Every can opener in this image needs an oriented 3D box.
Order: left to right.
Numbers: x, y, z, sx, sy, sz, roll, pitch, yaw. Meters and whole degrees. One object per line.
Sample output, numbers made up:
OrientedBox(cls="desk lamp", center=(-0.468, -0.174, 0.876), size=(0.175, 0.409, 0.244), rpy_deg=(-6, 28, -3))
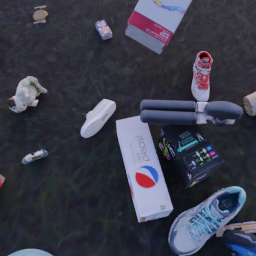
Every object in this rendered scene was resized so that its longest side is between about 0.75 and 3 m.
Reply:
OrientedBox(cls="can opener", center=(1.696, -0.516, 7.785), size=(2.726, 0.906, 0.718), rpy_deg=(1, 58, 4))

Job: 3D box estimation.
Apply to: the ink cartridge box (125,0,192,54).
OrientedBox(cls="ink cartridge box", center=(1.047, -3.829, 9.324), size=(1.475, 1.481, 2.039), rpy_deg=(29, 92, -4))

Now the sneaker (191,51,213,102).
OrientedBox(cls="sneaker", center=(2.581, -1.801, 9.745), size=(0.592, 0.950, 1.773), rpy_deg=(4, 64, 2))

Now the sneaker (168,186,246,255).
OrientedBox(cls="sneaker", center=(2.144, 2.394, 7.616), size=(2.591, 1.119, 1.006), rpy_deg=(-36, 68, -16))

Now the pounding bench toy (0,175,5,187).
OrientedBox(cls="pounding bench toy", center=(-4.489, 1.832, 7.986), size=(1.196, 0.953, 1.534), rpy_deg=(21, 66, 9))

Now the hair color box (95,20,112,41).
OrientedBox(cls="hair color box", center=(-0.970, -3.911, 11.162), size=(0.412, 0.249, 0.823), rpy_deg=(-23, 66, -11))

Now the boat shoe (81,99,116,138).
OrientedBox(cls="boat shoe", center=(-1.084, -0.370, 9.302), size=(0.553, 0.581, 1.613), rpy_deg=(27, 69, 28))

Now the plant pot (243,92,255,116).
OrientedBox(cls="plant pot", center=(4.456, -0.855, 9.353), size=(0.943, 1.030, 1.030), rpy_deg=(-18, 65, 4))

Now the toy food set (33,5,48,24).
OrientedBox(cls="toy food set", center=(-3.619, -4.637, 11.585), size=(0.603, 0.175, 0.873), rpy_deg=(-6, 69, 5))

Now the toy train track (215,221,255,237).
OrientedBox(cls="toy train track", center=(3.593, 2.768, 7.864), size=(2.254, 0.367, 1.293), rpy_deg=(-6, 64, -2))

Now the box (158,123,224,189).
OrientedBox(cls="box", center=(1.789, 0.720, 8.342), size=(1.062, 1.269, 1.709), rpy_deg=(-25, 67, -12))

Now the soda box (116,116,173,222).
OrientedBox(cls="soda box", center=(0.408, 1.158, 8.280), size=(0.939, 1.005, 2.950), rpy_deg=(-13, 65, -6))

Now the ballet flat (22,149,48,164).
OrientedBox(cls="ballet flat", center=(-2.963, 0.878, 8.823), size=(0.835, 0.310, 0.310), rpy_deg=(-23, 66, -11))

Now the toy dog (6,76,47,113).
OrientedBox(cls="toy dog", center=(-3.566, -1.092, 9.495), size=(1.167, 0.840, 1.204), rpy_deg=(17, 66, 20))

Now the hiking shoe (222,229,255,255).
OrientedBox(cls="hiking shoe", center=(3.538, 3.798, 6.940), size=(2.984, 1.110, 1.294), rpy_deg=(37, 69, 16))

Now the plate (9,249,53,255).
OrientedBox(cls="plate", center=(-2.657, 4.359, 7.126), size=(2.363, 0.302, 2.363), rpy_deg=(1, 64, -1))
